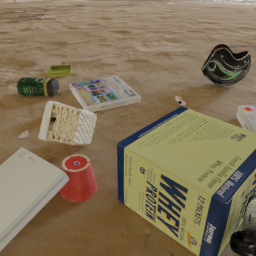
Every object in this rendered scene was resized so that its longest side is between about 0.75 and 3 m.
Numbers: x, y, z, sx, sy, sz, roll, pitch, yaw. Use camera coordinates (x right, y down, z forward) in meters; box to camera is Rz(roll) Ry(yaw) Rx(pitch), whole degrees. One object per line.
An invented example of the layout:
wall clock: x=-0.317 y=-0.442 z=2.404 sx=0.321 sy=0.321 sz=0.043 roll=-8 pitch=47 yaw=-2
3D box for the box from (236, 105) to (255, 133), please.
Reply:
box: x=6.015 y=-0.092 z=10.737 sx=2.992 sy=0.616 sz=2.332 roll=3 pitch=31 yaw=3

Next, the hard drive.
hard drive: x=-3.174 y=1.875 z=7.000 sx=1.938 sy=0.386 sz=2.938 roll=22 pitch=53 yaw=31

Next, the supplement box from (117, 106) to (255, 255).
supplement box: x=1.728 y=1.171 z=7.348 sx=2.914 sy=1.958 sz=2.917 roll=26 pitch=40 yaw=35

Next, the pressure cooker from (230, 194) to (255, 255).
pressure cooker: x=3.287 y=2.295 z=5.266 sx=2.513 sy=2.210 sz=2.245 roll=1 pitch=32 yaw=3

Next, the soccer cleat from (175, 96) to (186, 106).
soccer cleat: x=2.395 y=-1.268 z=13.019 sx=0.333 sy=0.268 sz=0.781 roll=-12 pitch=38 yaw=-26

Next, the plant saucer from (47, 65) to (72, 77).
plant saucer: x=-3.941 y=-3.296 z=16.297 sx=1.300 sy=0.312 sz=1.302 roll=-4 pitch=31 yaw=-6

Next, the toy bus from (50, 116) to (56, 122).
toy bus: x=-3.036 y=-0.684 z=11.825 sx=0.920 sy=0.624 sz=0.883 roll=-15 pitch=19 yaw=-28

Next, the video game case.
video game case: x=-1.204 y=-1.732 z=13.702 sx=2.677 sy=0.348 sz=2.941 roll=-14 pitch=35 yaw=-21

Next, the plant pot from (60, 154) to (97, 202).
plant pot: x=-1.443 y=1.368 z=7.986 sx=1.111 sy=0.983 sz=1.111 roll=1 pitch=31 yaw=0

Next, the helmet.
helmet: x=5.094 y=-3.185 z=14.348 sx=2.064 sy=2.165 sz=2.165 roll=31 pitch=36 yaw=1

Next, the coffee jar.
coffee jar: x=-4.365 y=-2.016 z=13.722 sx=1.855 sy=0.791 sz=0.967 roll=3 pitch=30 yaw=7

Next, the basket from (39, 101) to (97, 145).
basket: x=-1.927 y=-0.090 z=9.434 sx=1.169 sy=1.284 sz=1.895 roll=13 pitch=0 yaw=12
